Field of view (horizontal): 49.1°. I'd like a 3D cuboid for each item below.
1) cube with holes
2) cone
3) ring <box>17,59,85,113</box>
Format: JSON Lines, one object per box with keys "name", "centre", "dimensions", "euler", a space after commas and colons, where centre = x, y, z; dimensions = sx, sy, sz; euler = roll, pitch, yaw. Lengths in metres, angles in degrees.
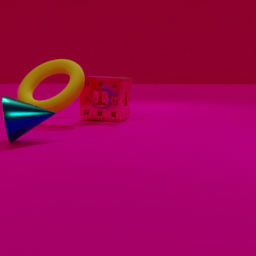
{"name": "cube with holes", "centre": [-0.688, -0.990, 9.032], "dimensions": [1.307, 1.307, 1.307], "euler": [6, 11, 12]}
{"name": "cone", "centre": [-1.959, -0.244, 5.725], "dimensions": [0.978, 0.975, 0.975], "euler": [-9, 12, -18]}
{"name": "ring", "centre": [-2.185, -1.184, 7.934], "dimensions": [2.009, 2.009, 0.402], "euler": [4, -34, 21]}
